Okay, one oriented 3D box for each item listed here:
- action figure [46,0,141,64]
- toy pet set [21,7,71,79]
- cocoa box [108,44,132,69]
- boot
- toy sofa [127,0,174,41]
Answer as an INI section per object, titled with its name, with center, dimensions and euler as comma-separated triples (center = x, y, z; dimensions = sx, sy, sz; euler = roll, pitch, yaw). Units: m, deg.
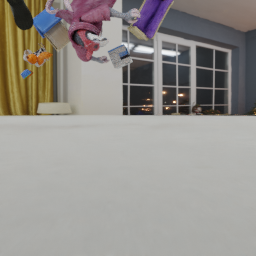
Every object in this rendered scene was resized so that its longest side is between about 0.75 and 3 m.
[action figure]
center = -1.085, -2.911, 7.380
dimensions = 2.212, 1.989, 2.970
euler = 23, 37, -21
[toy pet set]
center = -2.853, -2.719, 8.841
dimensions = 2.163, 1.230, 2.317
euler = -43, 19, -7
[cocoa box]
center = -0.225, -2.135, 8.403
dimensions = 0.550, 0.541, 0.824
euler = -23, 9, 8
[boot]
center = -3.012, -3.497, 7.613
dimensions = 0.499, 0.964, 1.475
euler = -17, -25, -8
[toy sofa]
center = 0.576, -2.912, 7.146
dimensions = 0.520, 1.255, 0.612
euler = 30, -1, -37
